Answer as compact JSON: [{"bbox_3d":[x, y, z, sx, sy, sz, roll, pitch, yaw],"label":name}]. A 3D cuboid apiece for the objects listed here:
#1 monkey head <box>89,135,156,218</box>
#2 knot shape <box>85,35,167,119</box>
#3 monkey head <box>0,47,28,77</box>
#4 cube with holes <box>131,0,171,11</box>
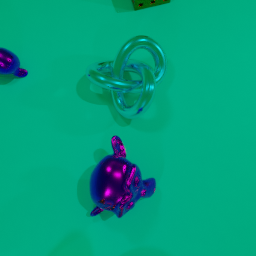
[{"bbox_3d":[-0.131,1.184,6.046,1.146,1.368,1.902,22,100,39],"label":"monkey head"},{"bbox_3d":[-0.108,-1.305,6.877,1.899,0.938,2.029,13,72,15],"label":"knot shape"},{"bbox_3d":[-3.222,-1.563,7.036,0.784,1.300,0.935,35,95,28],"label":"monkey head"},{"bbox_3d":[0.571,-4.231,7.870,1.098,1.098,1.098,-15,72,-5],"label":"cube with holes"}]
